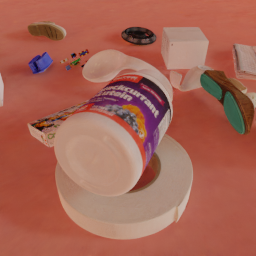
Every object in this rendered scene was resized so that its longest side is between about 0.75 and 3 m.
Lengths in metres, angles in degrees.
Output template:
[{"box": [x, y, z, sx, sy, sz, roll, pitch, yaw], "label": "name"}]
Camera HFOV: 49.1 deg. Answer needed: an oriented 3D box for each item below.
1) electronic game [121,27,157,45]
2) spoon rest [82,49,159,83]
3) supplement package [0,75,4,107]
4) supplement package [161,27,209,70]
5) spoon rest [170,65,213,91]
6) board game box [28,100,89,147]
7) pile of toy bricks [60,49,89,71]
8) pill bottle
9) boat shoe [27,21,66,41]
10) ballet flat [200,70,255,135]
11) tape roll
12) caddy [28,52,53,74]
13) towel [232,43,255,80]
[{"box": [0.472, -3.994, 12.147, 1.538, 0.320, 1.538, 4, 42, -3], "label": "electronic game"}, {"box": [-0.286, -1.886, 8.826, 2.808, 0.851, 1.395, 18, 65, 30], "label": "spoon rest"}, {"box": [-4.984, -1.300, 7.936, 2.450, 1.393, 1.342, -11, 42, -15], "label": "supplement package"}, {"box": [2.019, -2.939, 10.244, 1.375, 1.058, 1.438, -2, 39, -2], "label": "supplement package"}, {"box": [2.124, -1.612, 9.091, 2.131, 0.646, 1.059, -16, 41, -39], "label": "spoon rest"}, {"box": [-1.283, -0.239, 7.089, 2.152, 0.372, 1.358, -26, 25, -29], "label": "board game box"}, {"box": [-1.878, -2.410, 10.124, 1.081, 0.600, 0.534, -28, 16, -8], "label": "pile of toy bricks"}, {"box": [-0.026, -0.155, 5.474, 1.550, 1.550, 2.782, 15, 35, 17], "label": "pill bottle"}, {"box": [-3.454, -4.354, 12.267, 1.994, 0.745, 0.682, 19, 48, 23], "label": "boat shoe"}, {"box": [2.930, -0.860, 7.722, 0.933, 0.875, 2.580, -14, 41, -6], "label": "ballet flat"}, {"box": [-0.072, 0.934, 5.852, 2.823, 0.516, 2.823, 0, 38, 0], "label": "tape roll"}, {"box": [-3.043, -2.246, 9.852, 0.679, 0.504, 0.961, -13, 35, 20], "label": "caddy"}, {"box": [5.036, -2.392, 10.112, 2.329, 0.393, 2.438, 8, 40, 9], "label": "towel"}]
